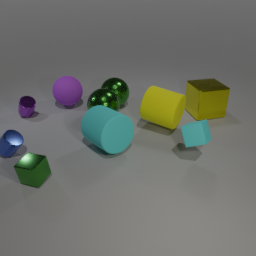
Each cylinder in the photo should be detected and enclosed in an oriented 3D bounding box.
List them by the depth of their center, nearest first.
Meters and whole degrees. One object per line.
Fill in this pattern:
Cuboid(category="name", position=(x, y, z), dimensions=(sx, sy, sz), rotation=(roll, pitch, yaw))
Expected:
Cuboid(category="cylinder", position=(-4.102, 0.527, 9.705), dimensions=(0.700, 0.700, 0.700), rotation=(34, 31, -24))
Cuboid(category="cylinder", position=(-0.737, 0.031, 9.954), dimensions=(1.400, 1.400, 1.400), rotation=(-21, 30, -33))
Cuboid(category="cylinder", position=(1.394, -0.823, 11.128), dimensions=(1.400, 1.400, 1.400), rotation=(21, 35, 22))
Cuboid(category="cylinder", position=(-4.452, -0.942, 12.336), dimensions=(0.700, 0.700, 0.700), rotation=(13, 54, -18))

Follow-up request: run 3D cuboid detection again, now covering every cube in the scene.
Cuboid(category="cube", position=(-2.890, 1.268, 8.543), dimensions=(0.700, 0.700, 0.700), rotation=(7, 35, 20))
Cuboid(category="cube", position=(2.242, 0.175, 9.171), dimensions=(0.700, 0.700, 0.700), rotation=(-13, 4, 33))
Cuboid(category="cube", position=(3.498, -1.313, 12.592), dimensions=(1.400, 1.400, 1.400), rotation=(-7, 29, -12))

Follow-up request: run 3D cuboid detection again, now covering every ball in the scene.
Cuboid(category="ball", position=(-1.053, -1.010, 12.056), dimensions=(1.400, 1.400, 1.400), rotation=(0, 29, 0))
Cuboid(category="ball", position=(-2.845, -1.757, 13.229), dimensions=(1.400, 1.400, 1.400), rotation=(0, 29, 0))
Cuboid(category="ball", position=(-0.629, -1.685, 13.261), dimensions=(1.400, 1.400, 1.400), rotation=(0, 29, 0))
